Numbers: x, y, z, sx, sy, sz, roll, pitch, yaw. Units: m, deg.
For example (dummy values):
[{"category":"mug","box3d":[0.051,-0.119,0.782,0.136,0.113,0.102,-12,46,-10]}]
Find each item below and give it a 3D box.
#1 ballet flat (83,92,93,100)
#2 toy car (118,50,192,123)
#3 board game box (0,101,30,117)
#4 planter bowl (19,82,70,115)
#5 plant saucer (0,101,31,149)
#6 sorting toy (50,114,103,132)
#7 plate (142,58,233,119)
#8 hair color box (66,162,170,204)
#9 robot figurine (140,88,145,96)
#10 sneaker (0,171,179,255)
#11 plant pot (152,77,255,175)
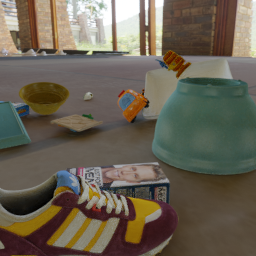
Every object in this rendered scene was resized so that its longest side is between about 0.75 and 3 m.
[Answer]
[{"category":"ballet flat","box3d":[-1.491,-1.216,10.671,0.264,0.264,0.760,2,17,5]},{"category":"toy car","box3d":[0.530,-1.134,7.152,0.802,2.411,1.183,41,31,-4]},{"category":"board game box","box3d":[-3.668,-0.481,8.105,1.103,0.315,1.126,6,18,20]},{"category":"planter bowl","box3d":[-2.495,-0.809,8.422,1.439,0.599,1.439,7,35,-5]},{"category":"plant saucer","box3d":[-2.981,-0.156,6.657,0.842,0.228,2.407,-13,30,-26]},{"category":"sorting toy","box3d":[-1.165,-0.146,7.160,0.989,0.197,1.338,13,18,26]},{"category":"plate","box3d":[1.803,-1.155,8.442,2.642,0.427,2.636,-7,39,14]},{"category":"hair color box","box3d":[-0.171,0.805,3.792,1.344,0.407,0.672,-3,17,-8]},{"category":"robot figurine","box3d":[1.104,-1.305,10.633,0.986,0.396,1.360,-13,21,-41]},{"category":"sneaker","box3d":[-0.384,0.856,2.804,1.965,0.885,0.737,-6,18,-17]},{"category":"plant pot","box3d":[1.539,-0.214,5.371,2.112,1.415,2.112,0,17,0]}]
